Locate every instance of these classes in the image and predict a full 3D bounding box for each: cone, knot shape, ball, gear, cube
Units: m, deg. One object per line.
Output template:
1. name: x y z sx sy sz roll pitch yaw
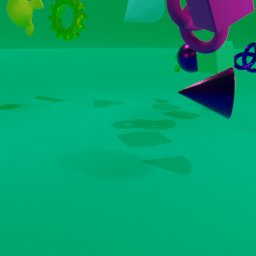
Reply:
1. cone: 1.371 -0.640 5.089 0.934 0.930 0.930 3 18 11
2. knot shape: 1.916 -2.779 6.974 2.064 1.931 0.954 2 46 0
3. ball: 2.304 -2.540 10.011 1.111 1.111 1.111 0 18 0
4. knot shape: 4.118 -2.357 9.699 0.999 1.067 0.493 -15 12 12
5. gear: -2.288 -4.172 10.586 1.654 1.654 0.306 10 15 28
6. cube: 1.752 -2.552 5.496 0.893 0.893 0.893 -32 35 -1
7. cone: 0.269 -3.884 9.380 1.402 1.402 1.407 14 51 38
8. cube: 2.735 -2.227 8.804 0.801 0.801 0.801 -26 27 -27

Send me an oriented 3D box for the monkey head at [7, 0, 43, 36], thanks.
1. monkey head: -3.302 -3.781 9.014 1.041 1.448 0.872 -9 50 11

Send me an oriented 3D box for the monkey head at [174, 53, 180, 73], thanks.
1. monkey head: 2.138 -2.773 11.210 0.804 1.117 0.673 33 21 27
